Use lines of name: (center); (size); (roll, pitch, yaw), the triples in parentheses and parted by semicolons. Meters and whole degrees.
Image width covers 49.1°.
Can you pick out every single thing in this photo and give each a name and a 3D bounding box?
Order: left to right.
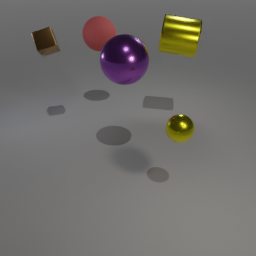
cube: (-2.906, -3.049, 9.952); (0.700, 0.700, 0.700); (-19, 0, -3)
ball: (-1.189, -3.915, 11.667); (1.400, 1.400, 1.400); (0, 29, 0)
ball: (-0.099, -1.925, 7.942); (1.400, 1.400, 1.400); (0, 29, 0)
cylinder: (1.971, -3.502, 10.693); (1.400, 1.400, 1.400); (11, 30, 5)
ball: (1.261, 0.010, 6.793); (0.700, 0.700, 0.700); (0, 29, 0)
